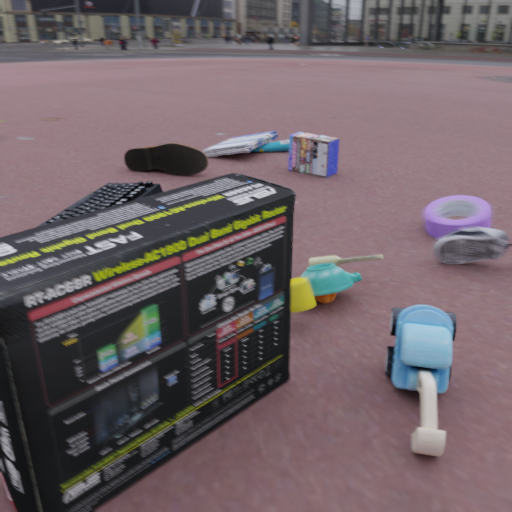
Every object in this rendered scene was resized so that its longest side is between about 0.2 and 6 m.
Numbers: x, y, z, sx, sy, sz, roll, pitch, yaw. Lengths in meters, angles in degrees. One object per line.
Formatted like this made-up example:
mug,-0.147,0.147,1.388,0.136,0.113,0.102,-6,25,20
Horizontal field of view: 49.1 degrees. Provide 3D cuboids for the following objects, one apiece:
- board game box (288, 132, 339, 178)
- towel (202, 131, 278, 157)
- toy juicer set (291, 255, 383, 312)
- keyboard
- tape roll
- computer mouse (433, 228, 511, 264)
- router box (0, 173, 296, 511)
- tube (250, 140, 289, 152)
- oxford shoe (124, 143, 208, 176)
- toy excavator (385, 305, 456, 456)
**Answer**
board game box,1.680,-2.986,16.507,1.349,1.076,0.653,18,30,32
towel,-0.501,-3.757,18.834,1.837,0.298,2.501,-2,20,26
toy juicer set,0.973,0.493,9.806,1.542,0.660,2.425,-2,12,46
keyboard,-3.437,-0.938,12.839,2.475,0.529,4.122,6,27,13
tape roll,4.430,-0.836,12.342,1.335,0.438,1.335,-11,31,6
computer mouse,4.436,-0.282,10.788,1.978,1.085,0.434,-4,40,16
router box,-1.168,0.844,6.318,1.152,2.779,3.709,23,33,39
tube,0.484,-3.658,18.850,1.492,0.376,0.578,-5,16,2
oxford shoe,-2.554,-2.954,16.673,2.654,0.947,0.946,8,22,19
toy excavator,2.106,1.473,7.081,0.865,1.685,1.733,6,-2,11
